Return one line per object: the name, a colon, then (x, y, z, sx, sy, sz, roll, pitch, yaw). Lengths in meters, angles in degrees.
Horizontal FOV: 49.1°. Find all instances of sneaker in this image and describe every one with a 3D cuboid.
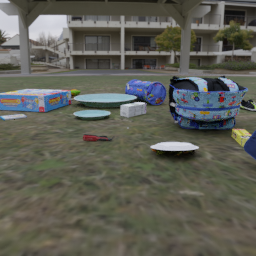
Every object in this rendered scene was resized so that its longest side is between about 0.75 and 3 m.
sneaker: (4.988, -0.943, 11.364, 0.393, 0.454, 1.096, -9, 16, -34)

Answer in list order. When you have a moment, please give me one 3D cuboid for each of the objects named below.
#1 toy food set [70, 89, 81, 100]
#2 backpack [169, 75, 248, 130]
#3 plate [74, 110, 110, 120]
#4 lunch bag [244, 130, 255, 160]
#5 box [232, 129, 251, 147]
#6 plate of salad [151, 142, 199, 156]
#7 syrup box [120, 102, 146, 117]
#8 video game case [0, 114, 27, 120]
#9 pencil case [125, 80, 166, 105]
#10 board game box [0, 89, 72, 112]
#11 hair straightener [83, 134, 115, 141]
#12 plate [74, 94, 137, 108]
toy food set: (-3.403, -1.847, 15.158, 1.559, 0.453, 2.258, -13, 19, -43)
backpack: (2.274, -0.714, 8.074, 2.064, 1.521, 2.261, 0, 13, -1)
plate: (-1.275, -0.457, 9.965, 1.300, 0.166, 1.300, 1, 13, 0)
lunch bag: (2.522, 0.259, 5.054, 0.509, 0.769, 0.522, -16, 53, -40)
box: (2.848, 0.233, 6.923, 0.335, 0.223, 0.891, 1, 13, 6)
plate of salad: (0.989, 0.455, 5.974, 1.014, 0.244, 1.014, 0, 3, 0)
syrup box: (0.213, -0.682, 10.346, 0.404, 0.418, 1.026, 15, 19, 40)
video game case: (-4.041, -0.387, 9.871, 0.772, 0.069, 0.553, -10, 17, -35)
pencil case: (0.765, -1.799, 13.604, 1.157, 1.040, 2.664, 23, 2, -27)
board game box: (-4.017, -1.238, 12.144, 2.341, 0.654, 2.292, 3, 13, 13)
hair straightener: (-0.735, 0.225, 7.094, 0.797, 0.163, 0.307, -1, 13, -6)
plate: (-1.031, -1.262, 12.928, 2.875, 0.367, 2.875, -1, 14, 0)
